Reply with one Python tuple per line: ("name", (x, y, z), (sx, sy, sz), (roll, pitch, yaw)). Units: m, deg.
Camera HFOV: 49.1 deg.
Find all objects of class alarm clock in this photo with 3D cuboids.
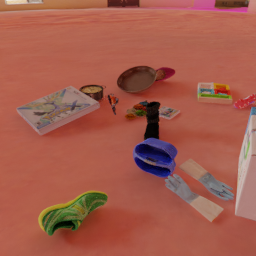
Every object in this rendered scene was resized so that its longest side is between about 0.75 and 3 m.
("alarm clock", (-1.650, -1.740, 13.628), (1.151, 0.568, 1.706), (18, 37, 29))

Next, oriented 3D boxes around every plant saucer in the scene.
("plant saucer", (0.479, -2.463, 14.542), (2.131, 0.367, 2.131), (-11, 45, 11))

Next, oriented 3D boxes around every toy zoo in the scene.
("toy zoo", (4.332, -1.850, 14.147), (1.570, 0.245, 2.392), (6, 30, 11))

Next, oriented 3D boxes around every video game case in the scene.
("video game case", (1.691, -0.672, 12.206), (0.821, 0.107, 0.902), (21, 34, 31))
("video game case", (-3.007, -0.871, 11.958), (2.761, 0.304, 2.516), (-29, 39, -27))

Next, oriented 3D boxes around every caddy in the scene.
("caddy", (0.825, 0.913, 8.502), (1.415, 1.000, 0.743), (17, 27, 28))

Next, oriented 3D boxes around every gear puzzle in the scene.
("gear puzzle", (0.478, -0.817, 12.308), (0.986, 0.249, 1.904), (20, 35, 32))

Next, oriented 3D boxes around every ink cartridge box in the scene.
("ink cartridge box", (4.058, 0.969, 7.355), (1.966, 1.975, 2.692), (11, 31, 18))

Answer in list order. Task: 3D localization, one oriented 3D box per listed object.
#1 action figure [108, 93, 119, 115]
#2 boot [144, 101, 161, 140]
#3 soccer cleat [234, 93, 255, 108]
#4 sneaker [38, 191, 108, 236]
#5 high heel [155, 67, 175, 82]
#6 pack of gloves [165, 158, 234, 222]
("action figure", (-0.532, -1.027, 11.628), (0.477, 0.911, 0.881), (-20, 2, 5))
("boot", (0.899, -0.241, 10.374), (0.573, 1.139, 1.524), (3, 29, 5))
("soccer cleat", (5.399, -1.172, 12.870), (1.301, 0.498, 0.434), (-26, 65, -14))
("sneaker", (-1.252, 2.117, 6.856), (1.747, 0.647, 0.730), (-19, 49, -25))
("high heel", (1.526, -2.811, 15.339), (2.218, 0.748, 1.066), (-13, 18, 7))
("pack of gloves", (1.972, 1.734, 7.842), (1.449, 0.340, 1.725), (-26, 48, -37))
